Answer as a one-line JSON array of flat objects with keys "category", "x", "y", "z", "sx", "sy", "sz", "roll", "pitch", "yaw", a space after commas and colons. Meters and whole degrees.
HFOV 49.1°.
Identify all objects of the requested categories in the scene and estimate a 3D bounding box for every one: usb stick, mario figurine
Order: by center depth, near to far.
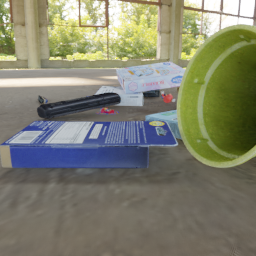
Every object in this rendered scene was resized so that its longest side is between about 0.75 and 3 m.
[{"category": "usb stick", "x": -1.405, "y": -0.717, "z": 8.640, "sx": 2.703, "sy": 0.441, "sz": 0.749, "roll": -16, "pitch": 21, "yaw": -38}, {"category": "mario figurine", "x": 1.599, "y": -1.259, "z": 11.135, "sx": 0.513, "sy": 0.441, "sz": 0.831, "roll": -2, "pitch": 12, "yaw": -4}]

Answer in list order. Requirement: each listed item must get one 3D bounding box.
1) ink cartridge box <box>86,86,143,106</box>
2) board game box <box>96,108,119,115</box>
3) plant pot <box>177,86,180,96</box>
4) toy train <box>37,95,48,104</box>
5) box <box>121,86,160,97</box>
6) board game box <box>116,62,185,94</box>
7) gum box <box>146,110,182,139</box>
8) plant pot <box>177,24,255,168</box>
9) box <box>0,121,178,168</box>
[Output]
[{"category": "ink cartridge box", "x": -0.642, "y": -1.311, "z": 11.182, "sx": 2.438, "sy": 0.495, "sz": 2.434, "roll": 0, "pitch": 15, "yaw": 0}, {"category": "board game box", "x": -0.661, "y": -0.557, "z": 8.938, "sx": 0.750, "sy": 0.146, "sz": 0.593, "roll": 0, "pitch": 14, "yaw": 1}, {"category": "plant pot", "x": 2.792, "y": -1.620, "z": 11.402, "sx": 1.122, "sy": 1.226, "sz": 1.226, "roll": 7, "pitch": 11, "yaw": -23}, {"category": "toy train", "x": -3.370, "y": -1.114, "z": 11.055, "sx": 0.291, "sy": 0.216, "sz": 1.269, "roll": 7, "pitch": 10, "yaw": -24}, {"category": "box", "x": 0.539, "y": -1.912, "z": 13.419, "sx": 1.760, "sy": 0.569, "sz": 2.232, "roll": 1, "pitch": 15, "yaw": -1}, {"category": "board game box", "x": 0.889, "y": -2.045, "z": 11.053, "sx": 2.431, "sy": 0.501, "sz": 2.437, "roll": -9, "pitch": 24, "yaw": -5}, {"category": "gum box", "x": 1.556, "y": -0.095, "z": 6.582, "sx": 1.500, "sy": 0.393, "sz": 1.766, "roll": -12, "pitch": 19, "yaw": -39}, {"category": "plant pot", "x": 2.353, "y": -0.411, "z": 4.905, "sx": 2.063, "sy": 2.244, "sz": 2.244, "roll": 5, "pitch": 10, "yaw": -26}, {"category": "box", "x": -0.590, "y": 0.240, "z": 5.125, "sx": 2.788, "sy": 0.452, "sz": 1.689, "roll": -1, "pitch": 14, "yaw": 1}]
